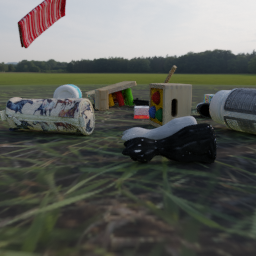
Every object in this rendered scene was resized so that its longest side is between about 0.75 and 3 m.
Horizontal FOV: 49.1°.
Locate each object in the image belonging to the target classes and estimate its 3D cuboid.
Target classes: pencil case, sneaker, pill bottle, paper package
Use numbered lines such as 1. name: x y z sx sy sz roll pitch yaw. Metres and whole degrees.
1. pencil case: -2.058 -0.329 7.448 2.441 0.950 1.092 3 26 17
2. sneaker: 3.395 -0.661 10.206 1.841 0.651 0.913 -2 12 18
3. pill bottle: 3.288 -0.462 7.503 1.195 1.195 2.100 -6 13 -27
4. paper package: -1.201 -1.277 12.591 0.470 0.908 0.866 -4 10 -19
5. pill bottle: -2.781 -1.492 13.212 1.105 1.105 1.995 0 10 -2

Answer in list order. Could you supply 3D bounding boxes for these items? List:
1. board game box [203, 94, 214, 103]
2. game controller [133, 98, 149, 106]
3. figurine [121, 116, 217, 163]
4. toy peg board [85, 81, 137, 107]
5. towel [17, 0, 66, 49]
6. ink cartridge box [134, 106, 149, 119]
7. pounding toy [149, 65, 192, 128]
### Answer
1. board game box: 4.157 -1.182 12.764 1.256 0.647 0.659 8 13 35
2. game controller: 1.239 -1.136 13.024 1.151 0.465 2.206 -9 15 -38
3. figurine: 0.658 0.227 5.478 1.608 0.710 1.648 -5 10 -3
4. toy peg board: -0.825 -1.548 14.323 2.303 1.131 2.313 -18 13 -11
5. towel: -2.839 -3.711 9.460 2.136 0.240 1.545 -51 3 -21
6. ink cartridge box: 0.993 -0.604 10.551 1.542 0.345 1.358 0 10 3
7. pounding toy: 1.051 -0.999 8.615 0.945 1.815 2.066 -3 11 -15
